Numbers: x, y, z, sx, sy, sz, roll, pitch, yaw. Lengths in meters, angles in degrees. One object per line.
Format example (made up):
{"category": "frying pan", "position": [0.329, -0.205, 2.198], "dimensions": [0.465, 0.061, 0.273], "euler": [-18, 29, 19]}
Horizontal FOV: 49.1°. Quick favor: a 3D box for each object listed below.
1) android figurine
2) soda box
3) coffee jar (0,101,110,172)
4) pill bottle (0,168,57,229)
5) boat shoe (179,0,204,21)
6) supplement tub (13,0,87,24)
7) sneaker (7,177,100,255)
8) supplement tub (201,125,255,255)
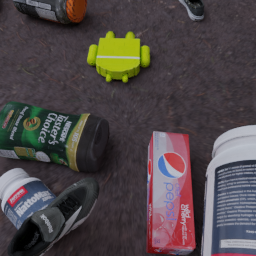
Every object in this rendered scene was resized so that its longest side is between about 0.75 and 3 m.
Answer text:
{"category": "android figurine", "position": [-0.285, -2.259, 8.847], "dimensions": [1.980, 0.447, 2.175], "euler": [0, 55, 0]}
{"category": "soda box", "position": [0.871, 1.340, 6.040], "dimensions": [0.874, 0.792, 2.497], "euler": [5, 58, -3]}
{"category": "coffee jar", "position": [-1.787, 0.212, 6.737], "dimensions": [2.597, 1.108, 1.354], "euler": [9, 56, 6]}
{"category": "pill bottle", "position": [-2.028, 1.621, 5.863], "dimensions": [1.614, 0.965, 0.965], "euler": [37, 63, 23]}
{"category": "boat shoe", "position": [2.425, -4.845, 10.546], "dimensions": [0.692, 0.571, 2.017], "euler": [-10, 56, -7]}
{"category": "supplement tub", "position": [-2.704, -4.510, 9.808], "dimensions": [2.309, 1.415, 1.415], "euler": [17, 57, 11]}
{"category": "sneaker", "position": [-1.149, 1.461, 4.462], "dimensions": [1.804, 0.816, 0.600], "euler": [-41, 78, -18]}
{"category": "supplement tub", "position": [2.451, 1.605, 5.213], "dimensions": [2.020, 2.020, 2.878], "euler": [10, 57, 7]}
